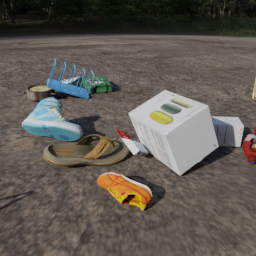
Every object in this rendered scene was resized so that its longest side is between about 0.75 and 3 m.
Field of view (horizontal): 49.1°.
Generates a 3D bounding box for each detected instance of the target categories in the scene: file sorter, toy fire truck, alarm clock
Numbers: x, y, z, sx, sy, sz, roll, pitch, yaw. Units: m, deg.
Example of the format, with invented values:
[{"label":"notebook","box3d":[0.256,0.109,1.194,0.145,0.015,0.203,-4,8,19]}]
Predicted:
[{"label":"file sorter","box3d":[-3.042,-2.650,15.003,2.208,1.355,1.532,15,19,-20]},{"label":"toy fire truck","box3d":[4.487,0.720,8.938,1.636,0.917,1.373,17,47,35]},{"label":"alarm clock","box3d":[-4.795,-1.847,14.785,2.081,0.693,1.404,1,25,-7]}]

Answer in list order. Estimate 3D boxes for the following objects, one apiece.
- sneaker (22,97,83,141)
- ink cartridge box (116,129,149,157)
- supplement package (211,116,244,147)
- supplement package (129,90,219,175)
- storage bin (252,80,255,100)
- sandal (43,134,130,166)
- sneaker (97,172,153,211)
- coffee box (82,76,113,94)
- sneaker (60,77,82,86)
[{"label":"sneaker","box3d":[-2.593,-0.447,10.402,2.423,0.963,1.582,10,57,17]},{"label":"ink cartridge box","box3d":[0.146,0.433,9.123,1.084,0.256,0.868,54,15,22]},{"label":"supplement package","box3d":[3.312,0.106,10.195,1.447,0.849,0.846,3,24,7]},{"label":"supplement package","box3d":[1.385,0.046,8.755,1.590,1.578,2.095,-33,32,-15]},{"label":"storage bin","box3d":[7.741,-2.407,14.370,2.195,2.179,1.028,11,9,23]},{"label":"sandal","box3d":[-1.174,0.610,8.881,2.890,0.781,1.161,0,29,-25]},{"label":"sneaker","box3d":[-0.178,1.593,7.212,1.641,0.599,0.633,12,36,32]},{"label":"coffee box","box3d":[-1.869,-2.615,16.785,1.384,0.495,2.250,-9,26,-19]},{"label":"sneaker","box3d":[-3.519,-2.922,17.350,0.886,0.553,1.503,21,34,28]}]
